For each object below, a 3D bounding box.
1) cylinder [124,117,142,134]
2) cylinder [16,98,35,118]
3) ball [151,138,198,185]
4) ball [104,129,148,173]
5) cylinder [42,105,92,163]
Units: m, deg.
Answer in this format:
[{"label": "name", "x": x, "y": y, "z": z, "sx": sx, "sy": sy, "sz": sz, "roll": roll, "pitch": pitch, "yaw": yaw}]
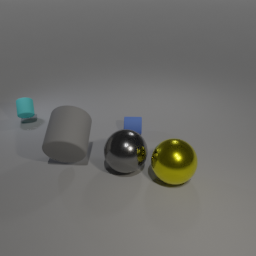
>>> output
[{"label": "cylinder", "x": 0.198, "y": -0.101, "z": 11.241, "sx": 0.700, "sy": 0.700, "sz": 0.700, "roll": 1, "pitch": 29, "yaw": 2}, {"label": "cylinder", "x": -4.400, "y": -0.852, "z": 11.992, "sx": 0.700, "sy": 0.700, "sz": 0.700, "roll": -11, "pitch": -15, "yaw": -3}, {"label": "ball", "x": 1.400, "y": 1.010, "z": 8.511, "sx": 1.400, "sy": 1.400, "sz": 1.400, "roll": 0, "pitch": 29, "yaw": 0}, {"label": "ball", "x": -0.074, "y": 0.737, "z": 8.948, "sx": 1.400, "sy": 1.400, "sz": 1.400, "roll": 0, "pitch": 29, "yaw": 0}, {"label": "cylinder", "x": -1.977, "y": 0.215, "z": 9.235, "sx": 1.400, "sy": 1.400, "sz": 1.400, "roll": 2, "pitch": 54, "yaw": 3}]
